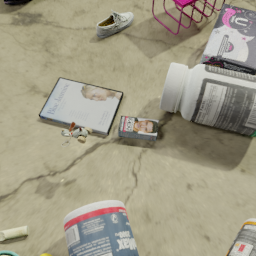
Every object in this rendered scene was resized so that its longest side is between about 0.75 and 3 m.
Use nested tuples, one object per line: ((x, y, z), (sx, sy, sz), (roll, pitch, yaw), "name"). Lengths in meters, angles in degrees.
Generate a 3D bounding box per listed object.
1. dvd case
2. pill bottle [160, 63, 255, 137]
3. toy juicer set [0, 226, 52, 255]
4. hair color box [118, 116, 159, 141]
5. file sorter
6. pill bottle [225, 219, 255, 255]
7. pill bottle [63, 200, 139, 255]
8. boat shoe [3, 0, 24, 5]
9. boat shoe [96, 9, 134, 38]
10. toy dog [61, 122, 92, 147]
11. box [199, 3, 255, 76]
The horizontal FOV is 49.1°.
((-1.384, -0.714, 8.511), (2.185, 0.192, 1.559), (14, 61, 8), "dvd case")
((2.428, -0.838, 7.743), (2.869, 1.623, 1.623), (15, 61, 8), "pill bottle")
((-2.458, 3.023, 6.035), (1.561, 0.668, 2.454), (-29, 63, -16), "toy juicer set")
((0.296, 0.007, 8.004), (1.095, 0.332, 0.542), (7, 59, 4), "hair color box")
((2.226, -4.714, 10.121), (2.368, 1.485, 1.645), (-32, 65, -16), "file sorter")
((2.050, 2.231, 4.691), (0.748, 0.748, 1.286), (36, 58, 19), "pill bottle")
((-0.426, 2.832, 5.719), (1.405, 1.405, 2.350), (-15, 62, -8), "pill bottle")
((-3.830, -5.601, 11.022), (2.631, 0.982, 1.220), (-15, 64, 1), "boat shoe")
((-0.467, -3.924, 10.101), (1.655, 0.705, 0.611), (-33, 65, -18), "boat shoe")
((-1.272, 0.097, 6.594), (0.831, 0.400, 0.548), (-11, 46, 14), "toy dog")
((3.289, -2.482, 8.834), (1.629, 1.414, 2.465), (20, 62, 12), "box")
